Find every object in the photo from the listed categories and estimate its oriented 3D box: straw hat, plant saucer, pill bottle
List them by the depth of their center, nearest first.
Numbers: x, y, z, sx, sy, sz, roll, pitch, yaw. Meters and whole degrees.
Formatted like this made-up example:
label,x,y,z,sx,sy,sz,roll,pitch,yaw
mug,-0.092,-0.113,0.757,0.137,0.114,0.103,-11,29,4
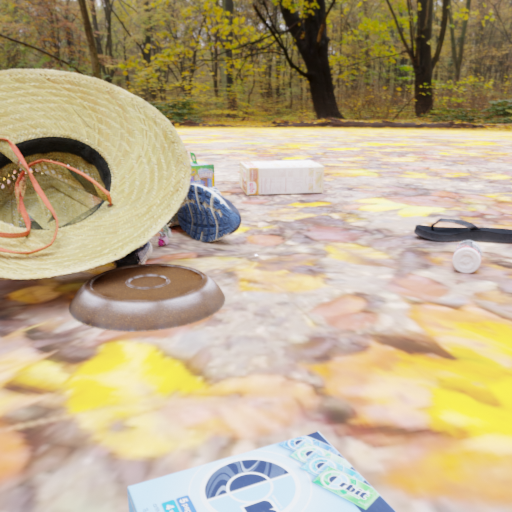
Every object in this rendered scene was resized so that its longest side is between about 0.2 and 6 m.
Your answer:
label,x,y,z,sx,sy,sz,roll,pitch,yaw
plant saucer,-1.447,0.473,7.525,2.063,0.331,2.063,1,16,0
straw hat,-3.301,-0.872,8.809,4.435,1.877,4.435,9,48,-11
pill bottle,3.398,-0.010,9.000,0.420,0.420,0.758,7,17,22

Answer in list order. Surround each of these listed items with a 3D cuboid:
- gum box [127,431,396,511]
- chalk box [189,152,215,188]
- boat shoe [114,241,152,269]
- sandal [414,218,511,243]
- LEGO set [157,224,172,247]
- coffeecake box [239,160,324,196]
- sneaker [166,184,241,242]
label,x,y,z,sx,sy,sz,roll,pitch,yaw
gum box,0.067,1.657,3.356,1.417,0.316,1.204,-7,17,-23
chalk box,-1.549,-2.030,14.466,0.797,1.287,0.801,-6,17,-21
boat shoe,-2.083,-0.317,9.409,0.629,0.781,1.685,-3,17,-10
sandal,4.018,-0.535,10.819,1.910,0.409,0.726,2,15,6
LEGO set,-2.483,-0.575,10.531,1.820,0.837,0.677,7,43,35
coffeecake box,0.690,-2.299,16.279,2.189,0.800,1.680,-2,16,-8
sneaker,-1.056,-1.028,11.337,1.202,1.087,2.822,-13,21,-36
